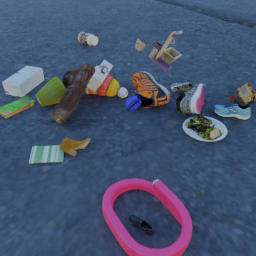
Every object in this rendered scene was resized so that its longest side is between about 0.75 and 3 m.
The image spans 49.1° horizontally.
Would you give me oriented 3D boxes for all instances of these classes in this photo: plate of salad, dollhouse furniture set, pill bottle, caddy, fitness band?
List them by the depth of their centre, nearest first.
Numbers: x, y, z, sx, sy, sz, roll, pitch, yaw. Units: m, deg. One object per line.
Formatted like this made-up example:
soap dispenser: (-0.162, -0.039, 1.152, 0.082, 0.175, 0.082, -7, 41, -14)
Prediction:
fitness band: (0.485, 2.398, 7.733, 2.024, 0.527, 2.819, -19, 39, -25)
dollhouse furniture set: (1.261, -2.770, 8.861, 1.304, 1.168, 1.646, 39, 33, 7)
plate of salad: (3.095, -0.064, 11.270, 1.764, 0.424, 1.764, -1, 36, 0)
caddy: (0.223, -1.141, 12.546, 0.781, 0.552, 0.410, -39, 39, 17)
pill bottle: (-2.796, -6.249, 19.663, 1.330, 0.774, 0.774, 25, 42, 30)

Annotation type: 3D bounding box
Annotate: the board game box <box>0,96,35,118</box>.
board game box: (-5.058, -0.972, 12.723, 0.759, 0.238, 1.590, 26, 45, 30)

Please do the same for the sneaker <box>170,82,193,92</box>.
sneaker: (2.669, -2.178, 14.260, 1.119, 0.420, 0.646, -10, 34, -12)

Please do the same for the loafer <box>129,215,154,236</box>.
loafer: (0.373, 2.606, 7.631, 0.816, 0.287, 0.277, 26, 43, 31)

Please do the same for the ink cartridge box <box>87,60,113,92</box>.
ink cartridge box: (-0.945, -1.756, 9.449, 0.381, 0.662, 0.907, 34, 54, -10)

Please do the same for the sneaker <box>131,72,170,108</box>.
sneaker: (0.634, -1.839, 13.246, 1.487, 1.029, 2.654, -20, 40, -28)

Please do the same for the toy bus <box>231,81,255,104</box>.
toy bus: (5.602, -1.485, 13.040, 1.339, 0.692, 1.263, -53, 22, -13)

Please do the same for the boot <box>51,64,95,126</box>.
boot: (-2.803, -1.309, 12.569, 0.943, 2.736, 2.936, 33, 60, -24)

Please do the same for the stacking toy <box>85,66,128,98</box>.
stacking toy: (-0.930, -1.982, 13.567, 1.997, 1.459, 1.459, 26, 39, 2)

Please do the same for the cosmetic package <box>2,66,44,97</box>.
cosmetic package: (-5.287, -2.411, 14.296, 1.032, 0.752, 2.031, 10, 35, 14)

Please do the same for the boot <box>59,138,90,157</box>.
boot: (-1.970, 0.539, 10.365, 0.747, 0.367, 1.043, 33, 53, 17)

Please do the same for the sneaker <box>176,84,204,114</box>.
sneaker: (2.769, -1.340, 12.580, 1.133, 0.955, 2.590, 0, 26, 21)

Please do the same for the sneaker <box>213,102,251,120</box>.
sneaker: (4.525, -0.882, 12.164, 1.577, 0.709, 0.618, 8, 36, 11)

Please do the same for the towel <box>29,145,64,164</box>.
towel: (-2.907, 0.948, 10.105, 1.174, 0.137, 0.896, -2, 37, -6)

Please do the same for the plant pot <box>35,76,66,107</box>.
plant pot: (-3.561, -1.552, 12.915, 1.262, 1.181, 1.181, -35, 46, -18)
